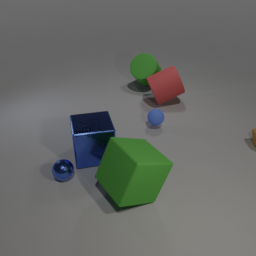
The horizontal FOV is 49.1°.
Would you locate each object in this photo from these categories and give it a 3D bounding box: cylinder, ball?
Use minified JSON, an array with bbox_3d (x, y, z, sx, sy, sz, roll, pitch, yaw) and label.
[{"bbox_3d":[1.779,-2.024,13.265,1.400,1.400,1.400,-24,32,8],"label":"cylinder"},{"bbox_3d":[-2.086,1.343,8.985,0.700,0.700,0.700,0,32,0],"label":"ball"},{"bbox_3d":[1.153,-0.445,11.582,0.700,0.700,0.700,0,32,0],"label":"ball"},{"bbox_3d":[0.968,-3.024,14.724,1.400,1.400,1.400,13,-3,19],"label":"cylinder"}]

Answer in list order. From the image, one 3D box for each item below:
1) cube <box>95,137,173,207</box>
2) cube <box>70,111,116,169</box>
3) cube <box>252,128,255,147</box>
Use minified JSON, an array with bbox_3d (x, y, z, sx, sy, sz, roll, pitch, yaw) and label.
[{"bbox_3d":[0.145,1.219,8.058,1.400,1.400,1.400,6,25,-41],"label":"cube"},{"bbox_3d":[-1.236,0.385,9.854,1.400,1.400,1.400,-7,32,-11],"label":"cube"},{"bbox_3d":[5.073,0.416,10.326,0.700,0.700,0.700,-14,32,6],"label":"cube"}]
